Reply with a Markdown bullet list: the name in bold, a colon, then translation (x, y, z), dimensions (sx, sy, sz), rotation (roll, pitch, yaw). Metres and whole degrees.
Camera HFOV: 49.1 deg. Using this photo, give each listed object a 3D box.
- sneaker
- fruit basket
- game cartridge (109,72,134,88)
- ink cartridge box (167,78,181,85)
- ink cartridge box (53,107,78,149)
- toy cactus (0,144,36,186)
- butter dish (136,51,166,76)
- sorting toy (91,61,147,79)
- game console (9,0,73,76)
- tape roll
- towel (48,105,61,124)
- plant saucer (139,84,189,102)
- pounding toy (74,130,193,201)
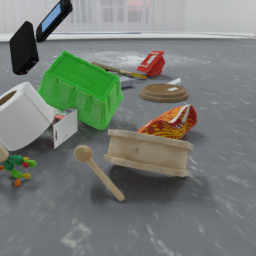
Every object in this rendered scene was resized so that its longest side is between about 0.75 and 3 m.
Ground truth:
- **sneaker**: translation (0.981, 0.070, 7.722), dimensions (0.965, 0.913, 2.503), rotation (-14, 7, 46)
- **fruit basket**: translation (-1.482, -1.036, 9.108), dimensions (2.606, 2.606, 1.880), rotation (11, 55, 24)
- **game cartridge**: translation (-0.998, -2.300, 13.572), dimensions (1.512, 0.448, 2.333), rotation (-22, 31, -33)
- **ink cartridge box**: translation (2.128, -2.058, 13.143), dimensions (0.753, 0.163, 0.739), rotation (-23, 18, 17)
- **ink cartridge box**: translation (-1.839, -0.033, 7.788), dimensions (0.333, 0.721, 1.323), rotation (10, 25, 15)
- **toy cactus**: translation (-2.566, 0.744, 5.801), dimensions (1.172, 0.967, 0.599), rotation (-1, 43, 9)
- **butter dish**: translation (1.456, -3.387, 15.368), dimensions (1.503, 1.111, 1.499), rotation (-50, 28, -4)
- **sorting toy**: translation (-0.429, -2.902, 14.529), dimensions (2.535, 0.339, 1.889), rotation (20, 12, 22)
- **game console**: translation (-2.082, -2.282, 6.584), dimensions (0.264, 2.194, 1.294), rotation (21, 42, -49)
- **tape roll**: translation (-2.848, -0.318, 7.243), dimensions (1.553, 1.066, 1.553), rotation (-25, 30, 16)
- **towel**: translation (-2.685, -0.482, 9.095), dimensions (1.371, 0.330, 1.174), rotation (9, 19, -7)
- **plant saucer**: translation (1.523, -1.536, 11.884), dimensions (2.110, 0.311, 2.110), rotation (1, 22, 0)
- **pounding toy**: translation (0.126, 0.791, 6.035), dimensions (2.437, 1.398, 1.394), rotation (10, -4, 1)
